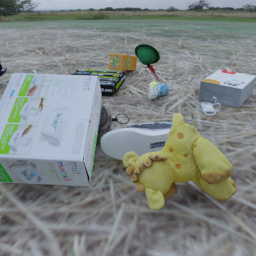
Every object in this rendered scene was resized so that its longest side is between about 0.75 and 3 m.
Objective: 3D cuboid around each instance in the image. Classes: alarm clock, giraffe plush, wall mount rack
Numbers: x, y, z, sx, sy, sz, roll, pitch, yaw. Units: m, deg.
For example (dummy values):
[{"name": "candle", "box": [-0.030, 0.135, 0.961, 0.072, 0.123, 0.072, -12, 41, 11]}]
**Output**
[{"name": "alarm clock", "box": [-1.075, -0.238, 9.037, 2.320, 0.772, 1.565, -5, 48, -16]}, {"name": "giraffe plush", "box": [1.011, 0.926, 6.286, 1.861, 2.295, 1.980, -34, 24, -4]}, {"name": "wall mount rack", "box": [3.069, -0.971, 11.306, 1.148, 0.492, 1.321, 2, 26, 4]}]

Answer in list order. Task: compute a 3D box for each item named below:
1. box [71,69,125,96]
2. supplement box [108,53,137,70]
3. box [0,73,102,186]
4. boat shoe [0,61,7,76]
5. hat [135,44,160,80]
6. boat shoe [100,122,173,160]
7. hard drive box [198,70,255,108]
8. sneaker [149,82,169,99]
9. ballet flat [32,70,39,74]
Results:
[{"name": "box", "box": [-1.656, -2.318, 13.908, 2.622, 0.623, 2.533, 4, 25, 9]}, {"name": "supplement box", "box": [-0.253, -3.714, 15.816, 0.912, 0.882, 2.650, 11, 16, 17]}, {"name": "box", "box": [-2.043, -0.058, 7.298, 2.441, 1.338, 2.766, 2, 52, 1]}, {"name": "boat shoe", "box": [-6.786, -2.448, 13.074, 1.384, 1.114, 2.983, -31, 24, 11]}, {"name": "hat", "box": [0.624, -2.560, 11.078, 1.275, 1.056, 1.122, -2, 54, 46]}, {"name": "boat shoe", "box": [0.452, 0.260, 8.314, 2.708, 0.972, 0.918, -6, 27, -18]}, {"name": "hard drive box", "box": [4.461, -1.813, 12.551, 1.802, 0.888, 2.312, 18, 31, 30]}, {"name": "sneaker", "box": [1.412, -1.735, 12.668, 0.904, 0.652, 1.722, 3, 26, 5]}, {"name": "ballet flat", "box": [-5.124, -2.965, 15.594, 0.360, 0.389, 1.154, -35, 30, -6]}]
